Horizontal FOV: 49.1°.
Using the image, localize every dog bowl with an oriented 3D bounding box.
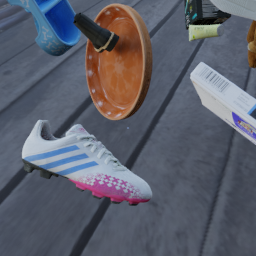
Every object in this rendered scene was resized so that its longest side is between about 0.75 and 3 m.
[{"bbox_3d":[-2.434,-3.574,8.341,0.716,2.887,1.609,-6,40,34],"label":"dog bowl"}]

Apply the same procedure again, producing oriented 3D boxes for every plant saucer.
[{"bbox_3d":[-0.233,-1.357,5.993,0.383,2.371,2.371,-7,41,-33],"label":"plant saucer"}]

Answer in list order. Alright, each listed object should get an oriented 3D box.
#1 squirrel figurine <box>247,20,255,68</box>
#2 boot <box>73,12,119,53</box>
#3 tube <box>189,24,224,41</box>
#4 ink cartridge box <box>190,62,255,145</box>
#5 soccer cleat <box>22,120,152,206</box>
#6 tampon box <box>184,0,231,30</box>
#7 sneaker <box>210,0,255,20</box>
[{"bbox_3d":[3.555,-2.368,6.469,1.931,2.728,2.547,4,28,33],"label":"squirrel figurine"},{"bbox_3d":[-0.705,-1.884,5.406,0.856,0.479,1.238,30,0,-23],"label":"boot"},{"bbox_3d":[1.793,-2.265,6.620,1.003,0.260,0.291,24,81,55],"label":"tube"},{"bbox_3d":[1.269,-0.168,3.194,1.124,1.135,0.246,43,96,22],"label":"ink cartridge box"},{"bbox_3d":[-0.631,0.524,4.646,2.318,0.810,1.001,18,89,4],"label":"soccer cleat"},{"bbox_3d":[1.987,-3.368,7.150,0.879,1.392,1.043,-5,6,-2],"label":"tampon box"},{"bbox_3d":[2.395,-2.426,4.860,0.989,1.021,2.795,-32,64,-25],"label":"sneaker"}]
